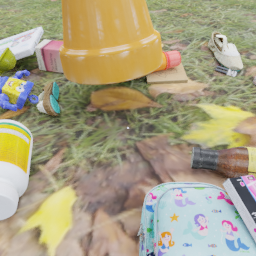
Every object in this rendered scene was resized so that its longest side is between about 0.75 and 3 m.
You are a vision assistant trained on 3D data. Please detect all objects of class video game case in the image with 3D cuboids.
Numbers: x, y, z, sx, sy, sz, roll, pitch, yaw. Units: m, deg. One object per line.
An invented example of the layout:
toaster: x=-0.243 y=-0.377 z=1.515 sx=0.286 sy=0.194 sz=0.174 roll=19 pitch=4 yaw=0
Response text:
video game case: x=-4.783 y=-3.176 z=11.252 sx=2.558 sy=0.303 sz=2.329 roll=-15 pitch=38 yaw=8

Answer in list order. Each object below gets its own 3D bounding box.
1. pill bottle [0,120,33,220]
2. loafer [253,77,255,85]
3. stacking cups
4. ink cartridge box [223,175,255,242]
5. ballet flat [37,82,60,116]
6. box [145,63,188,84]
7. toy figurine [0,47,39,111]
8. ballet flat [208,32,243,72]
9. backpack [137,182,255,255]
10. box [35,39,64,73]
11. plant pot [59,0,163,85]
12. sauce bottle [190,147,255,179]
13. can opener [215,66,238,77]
pill bottle: x=-2.790 y=0.881 z=6.167 sx=1.193 sy=1.193 sz=2.115 roll=-7 pitch=41 yaw=-8
loafer: x=4.876 y=-1.898 z=10.214 sx=0.380 sy=0.332 sz=1.057 roll=28 pitch=47 yaw=30
stacking cups: x=0.513 y=-2.312 z=9.994 sx=2.873 sy=0.869 sz=0.869 roll=-16 pitch=42 yaw=-13
ink cartridge box: x=1.911 y=1.246 z=4.127 sx=0.543 sy=0.213 sz=1.147 roll=-2 pitch=53 yaw=-27
ballet flat: x=-2.527 y=-0.857 z=8.829 sx=0.657 sy=0.616 sz=1.815 roll=-23 pitch=40 yaw=4
box: x=1.389 y=-2.072 z=10.500 sx=1.497 sy=0.159 sz=1.223 roll=-2 pitch=44 yaw=-4
toy figurine: x=-3.670 y=-1.176 z=8.919 sx=1.734 sy=1.527 sz=2.895 roll=19 pitch=40 yaw=-12
ballet flat: x=3.931 y=-3.218 z=11.458 sx=0.860 sy=0.795 sz=2.551 roll=-7 pitch=40 yaw=-9
backpack: x=1.116 y=1.880 z=4.725 sx=1.934 sy=1.640 sz=2.179 roll=0 pitch=34 yaw=-1
box: x=-2.613 y=-2.714 z=10.704 sx=1.508 sy=0.964 sz=0.821 roll=9 pitch=40 yaw=11
plant pot: x=-0.603 y=-3.017 z=7.749 sx=2.972 sy=2.721 sz=2.972 roll=-6 pitch=30 yaw=4
sauce bottle: x=2.777 y=0.827 z=6.513 sx=2.549 sy=0.841 sz=0.841 roll=8 pitch=40 yaw=8
can opener: x=3.742 y=-2.148 z=10.666 sx=0.826 sy=0.217 sz=0.274 roll=26 pitch=11 yaw=26
